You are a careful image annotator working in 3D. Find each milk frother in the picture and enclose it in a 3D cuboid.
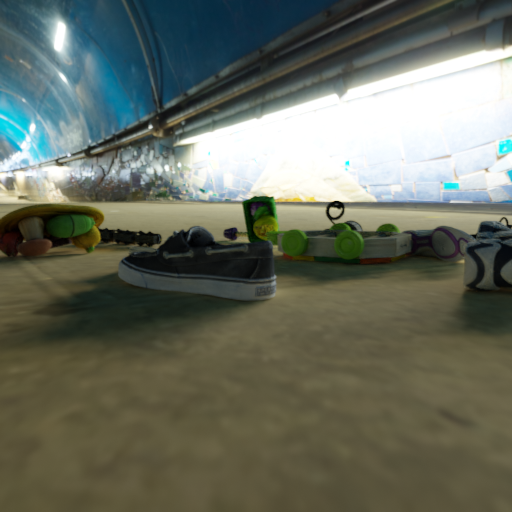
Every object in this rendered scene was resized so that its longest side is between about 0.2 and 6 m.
[{"bbox_3d":[2.067,-0.765,13.213,0.920,1.020,0.959,21,13,16],"label":"milk frother"}]

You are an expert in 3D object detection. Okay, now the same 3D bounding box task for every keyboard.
[{"bbox_3d":[5.133,-0.544,13.041,3.772,0.747,1.963,-5,9,-29],"label":"keyboard"}]

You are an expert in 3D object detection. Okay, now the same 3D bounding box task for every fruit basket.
[{"bbox_3d":[0.142,-0.763,13.457,0.930,1.289,1.289,3,8,20],"label":"fruit basket"}]

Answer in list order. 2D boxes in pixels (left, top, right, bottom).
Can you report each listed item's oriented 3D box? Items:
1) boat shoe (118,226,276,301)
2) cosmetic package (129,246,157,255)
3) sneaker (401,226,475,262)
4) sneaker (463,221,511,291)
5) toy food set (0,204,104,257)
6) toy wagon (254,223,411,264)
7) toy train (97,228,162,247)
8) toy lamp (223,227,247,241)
[{"bbox_3d":[-0.890,0.024,7.762,2.630,0.891,0.943,5,9,37],"label":"boat shoe"},{"bbox_3d":[-1.665,0.050,9.509,0.953,0.339,0.501,6,-2,36],"label":"cosmetic package"},{"bbox_3d":[3.700,-0.288,11.097,0.910,0.684,1.828,-4,8,-30],"label":"sneaker"},{"bbox_3d":[3.892,0.002,8.032,1.448,0.888,2.226,6,9,29],"label":"sneaker"},{"bbox_3d":[-4.303,-0.341,11.402,2.703,0.883,1.590,-2,-22,-46],"label":"toy food set"},{"bbox_3d":[1.450,-0.300,11.425,3.187,0.631,2.473,3,7,31],"label":"toy wagon"},{"bbox_3d":[-3.206,-0.473,13.783,2.256,0.385,0.517,5,6,33],"label":"toy train"},{"bbox_3d":[-0.234,-0.548,14.547,1.285,0.374,0.374,6,9,22],"label":"toy lamp"}]
